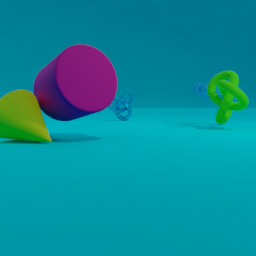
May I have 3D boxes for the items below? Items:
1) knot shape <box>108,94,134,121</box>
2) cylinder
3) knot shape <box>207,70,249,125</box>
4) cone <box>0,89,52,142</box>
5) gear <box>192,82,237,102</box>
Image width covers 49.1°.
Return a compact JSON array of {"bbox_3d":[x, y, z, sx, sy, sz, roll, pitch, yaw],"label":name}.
[{"bbox_3d":[-0.369,-1.030,12.905,1.189,1.271,0.587,15,2,-13],"label":"knot shape"},{"bbox_3d":[-1.085,-0.848,5.659,1.293,1.293,1.293,-3,-4,-35],"label":"cylinder"},{"bbox_3d":[2.884,-0.919,8.085,0.744,1.610,1.506,-5,-1,-2],"label":"knot shape"},{"bbox_3d":[-1.769,-0.008,5.177,1.060,1.056,1.056,32,19,24],"label":"cone"},{"bbox_3d":[3.088,-1.231,9.942,1.543,0.285,1.543,19,2,-1],"label":"gear"}]
